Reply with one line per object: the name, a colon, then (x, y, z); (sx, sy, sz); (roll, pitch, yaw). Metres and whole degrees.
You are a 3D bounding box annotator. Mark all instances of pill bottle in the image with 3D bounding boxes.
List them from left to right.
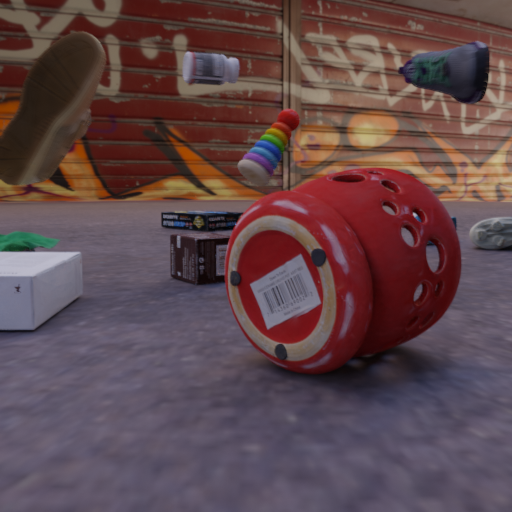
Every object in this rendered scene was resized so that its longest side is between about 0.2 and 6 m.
pill bottle: (-0.881, -3.623, 10.886); (1.001, 0.580, 0.580); (-2, 7, -20)

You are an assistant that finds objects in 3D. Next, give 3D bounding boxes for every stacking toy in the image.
stacking toy: (0.450, -2.892, 14.434); (0.920, 2.155, 0.920); (31, -13, 8)

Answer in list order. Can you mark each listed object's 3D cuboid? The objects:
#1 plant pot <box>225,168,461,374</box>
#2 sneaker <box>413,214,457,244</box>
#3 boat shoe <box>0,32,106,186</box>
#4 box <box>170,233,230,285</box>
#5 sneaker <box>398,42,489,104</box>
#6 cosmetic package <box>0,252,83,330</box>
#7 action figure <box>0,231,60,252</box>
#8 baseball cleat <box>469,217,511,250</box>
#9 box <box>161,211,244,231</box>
plant pot: (0.590, 0.083, 4.292); (1.348, 1.480, 1.480); (-11, 13, -44)
sneaker: (3.953, -0.637, 13.023); (0.815, 0.772, 2.018); (3, -1, 39)
boat shoe: (-2.624, -1.897, 7.396); (0.821, 2.303, 0.743); (50, 23, 14)
box: (-0.764, 0.023, 7.930); (0.640, 0.647, 0.779); (-5, 9, -35)
sneaker: (3.105, -3.052, 9.496); (1.115, 0.948, 2.548); (-2, 16, 5)
cosmetic package: (-3.158, 0.321, 5.860); (2.241, 0.579, 1.690); (0, 5, -2)
action figure: (-3.719, 0.038, 7.856); (1.410, 0.653, 2.388); (0, 11, -8)
baseball cleat: (5.757, -0.552, 11.615); (2.497, 0.871, 1.329); (3, 8, 19)
box: (-1.597, -1.105, 17.325); (2.202, 0.507, 1.750); (7, 10, 43)
